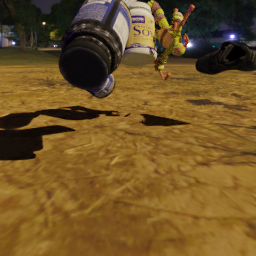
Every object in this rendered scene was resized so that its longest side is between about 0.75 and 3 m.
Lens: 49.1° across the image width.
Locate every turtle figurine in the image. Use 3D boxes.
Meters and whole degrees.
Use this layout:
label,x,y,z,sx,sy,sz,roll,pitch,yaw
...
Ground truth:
label,x,y,z,sx,sy,sz,roll,pitch,yaw
turtle figurine,1.345,-3.288,9.554,0.946,2.937,2.369,-20,60,-23

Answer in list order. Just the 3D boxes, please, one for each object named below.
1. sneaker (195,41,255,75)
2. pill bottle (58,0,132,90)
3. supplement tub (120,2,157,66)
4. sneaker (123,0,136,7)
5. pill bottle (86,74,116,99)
label,x,y,z,sx,sy,sz,roll,pitch,yaw
sneaker,2.857,-2.185,8.722,1.232,0.822,2.150,15,-1,-41
pill bottle,-0.680,-1.897,6.058,1.271,1.271,2.273,3,46,10
supplement tub,0.272,-3.055,9.253,1.272,1.749,1.272,-4,-6,0
sneaker,-0.650,-3.594,7.869,1.014,0.983,2.776,6,48,37
pill bottle,-1.035,-1.432,7.590,0.824,0.824,1.473,10,-13,32
